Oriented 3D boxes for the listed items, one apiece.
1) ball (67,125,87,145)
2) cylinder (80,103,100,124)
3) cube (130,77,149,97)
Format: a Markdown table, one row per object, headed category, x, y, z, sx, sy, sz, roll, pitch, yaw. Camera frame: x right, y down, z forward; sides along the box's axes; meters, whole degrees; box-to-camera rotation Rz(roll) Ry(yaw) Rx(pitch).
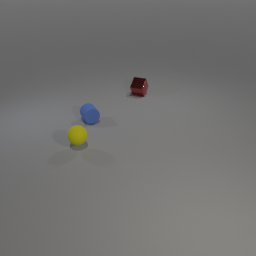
| category | x | y | z | sx | sy | sz | roll | pitch | yaw |
| --- | --- | --- | --- | --- | --- | --- | --- | --- | --- |
| ball | -1.805 | 0.255 | 9.985 | 0.700 | 0.700 | 0.700 | 0 | 29 | 0 |
| cylinder | -1.642 | -0.625 | 12.029 | 0.700 | 0.700 | 0.700 | -12 | 29 | -21 |
| cube | 0.597 | -2.152 | 14.658 | 0.700 | 0.700 | 0.700 | 12 | 67 | 20 |
